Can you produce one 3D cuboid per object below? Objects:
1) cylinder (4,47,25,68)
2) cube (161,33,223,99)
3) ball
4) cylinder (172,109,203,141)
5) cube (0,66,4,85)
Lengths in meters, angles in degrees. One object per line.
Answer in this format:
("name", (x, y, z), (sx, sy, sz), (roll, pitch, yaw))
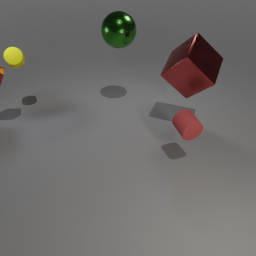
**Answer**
("cylinder", (-4.509, -2.790, 11.139), (0.700, 0.700, 0.700), (-9, 5, -14))
("cube", (2.282, -2.179, 9.995), (1.400, 1.400, 1.400), (-26, 31, 53))
("ball", (-0.364, -3.869, 11.067), (1.400, 1.400, 1.400), (0, 32, 0))
("cylinder", (1.817, -0.096, 8.562), (0.700, 0.700, 0.700), (-12, 46, -18))
("cube", (-4.997, -1.895, 10.256), (0.700, 0.700, 0.700), (16, 26, -29))
